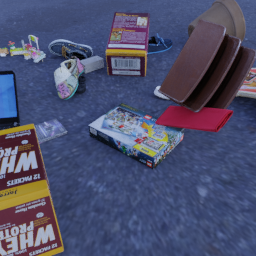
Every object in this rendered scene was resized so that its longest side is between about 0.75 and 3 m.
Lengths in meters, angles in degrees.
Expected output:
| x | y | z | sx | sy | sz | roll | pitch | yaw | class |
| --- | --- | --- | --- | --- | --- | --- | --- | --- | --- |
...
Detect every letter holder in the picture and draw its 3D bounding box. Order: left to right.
| x | y | z | sx | sy | sz | roll | pitch | yaw | class |
| --- | --- | --- | --- | --- | --- | --- | --- | --- | --- |
| 2.154 | -1.474 | 7.465 | 1.569 | 2.208 | 1.110 | 36 | 9 | 38 | letter holder |

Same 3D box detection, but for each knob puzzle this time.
| x | y | z | sx | sy | sz | roll | pitch | yaw | class |
| --- | --- | --- | --- | --- | --- | --- | --- | --- | --- |
| 4.747 | -1.927 | 10.602 | 3.254 | 0.451 | 3.254 | -9 | 27 | 5 | knob puzzle |

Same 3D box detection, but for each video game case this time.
| x | y | z | sx | sy | sz | roll | pitch | yaw | class |
| --- | --- | --- | --- | --- | --- | --- | --- | --- | --- |
| -2.627 | 0.117 | 8.700 | 1.245 | 0.118 | 0.890 | -20 | 41 | -26 | video game case |

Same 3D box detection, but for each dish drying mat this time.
| x | y | z | sx | sy | sz | roll | pitch | yaw | class |
| --- | --- | --- | --- | --- | --- | --- | --- | --- | --- |
| 1.702 | -0.269 | 7.587 | 0.825 | 0.195 | 2.147 | -48 | 30 | -22 | dish drying mat |

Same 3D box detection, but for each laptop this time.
| x | y | z | sx | sy | sz | roll | pitch | yaw | class |
| --- | --- | --- | --- | --- | --- | --- | --- | --- | --- |
| -4.652 | -0.301 | 8.105 | 2.573 | 1.500 | 2.904 | -6 | 37 | -6 | laptop |

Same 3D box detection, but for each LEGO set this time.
| x | y | z | sx | sy | sz | roll | pitch | yaw | class |
| --- | --- | --- | --- | --- | --- | --- | --- | --- | --- |
| -5.021 | -3.883 | 13.354 | 2.549 | 0.949 | 1.172 | 15 | 39 | 19 | LEGO set |

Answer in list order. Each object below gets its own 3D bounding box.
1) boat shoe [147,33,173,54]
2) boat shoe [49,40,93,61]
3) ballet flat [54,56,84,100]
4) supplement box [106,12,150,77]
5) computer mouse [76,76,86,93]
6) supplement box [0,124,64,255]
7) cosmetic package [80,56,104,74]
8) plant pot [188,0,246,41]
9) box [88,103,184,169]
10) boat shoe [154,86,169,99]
| x | y | z | sx | sy | sz | roll | pitch | yaw | class |
| --- | --- | --- | --- | --- | --- | --- | --- | --- | --- |
| 1.356 | -4.193 | 13.937 | 2.175 | 0.747 | 0.915 | -23 | 43 | -28 | boat shoe |
| -2.796 | -3.577 | 13.067 | 2.184 | 0.773 | 0.992 | 9 | 33 | 8 | boat shoe |
| -2.343 | -2.072 | 10.884 | 0.902 | 0.929 | 2.609 | -21 | 32 | 20 | ballet flat |
| 0.059 | -3.721 | 12.271 | 1.640 | 1.273 | 2.972 | 4 | 53 | 4 | supplement box |
| -1.870 | -1.718 | 11.107 | 0.454 | 0.263 | 1.548 | -6 | 31 | -2 | computer mouse |
| -2.222 | 1.329 | 5.553 | 1.298 | 1.928 | 1.955 | -14 | 39 | -17 | supplement box |
| -1.618 | -2.813 | 12.360 | 1.030 | 0.464 | 0.550 | -28 | 44 | -28 | cosmetic package |
| 4.218 | -4.937 | 13.901 | 2.116 | 2.426 | 2.426 | -24 | 40 | -3 | plant pot |
| 0.241 | 0.131 | 8.389 | 2.382 | 0.449 | 1.627 | 25 | 43 | 30 | box |
| 1.974 | -1.472 | 10.337 | 1.993 | 0.691 | 0.706 | 2 | 37 | 2 | boat shoe |
